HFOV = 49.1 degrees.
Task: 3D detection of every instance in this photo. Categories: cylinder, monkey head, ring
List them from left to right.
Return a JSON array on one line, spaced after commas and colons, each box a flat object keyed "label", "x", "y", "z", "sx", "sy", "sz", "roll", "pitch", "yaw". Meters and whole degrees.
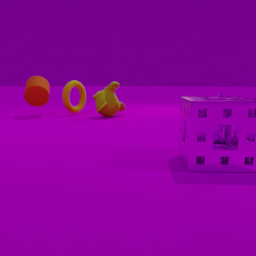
[{"label": "cylinder", "x": -3.853, "y": -1.565, "z": 11.904, "sx": 1.001, "sy": 1.001, "sz": 1.001, "roll": -2, "pitch": 34, "yaw": -14}, {"label": "ring", "x": -2.344, "y": -1.367, "z": 12.316, "sx": 0.287, "sy": 1.434, "sz": 1.434, "roll": 5, "pitch": 11, "yaw": 29}, {"label": "monkey head", "x": -0.712, "y": -1.140, "z": 11.527, "sx": 1.356, "sy": 1.136, "sz": 1.885, "roll": -40, "pitch": -16, "yaw": 28}]

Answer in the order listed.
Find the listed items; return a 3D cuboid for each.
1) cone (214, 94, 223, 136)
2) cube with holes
[{"label": "cone", "x": 2.386, "y": 0.084, "z": 6.460, "sx": 1.307, "sy": 1.303, "sz": 1.303, "roll": 31, "pitch": 19, "yaw": 15}, {"label": "cube with holes", "x": 1.575, "y": 0.053, "z": 4.989, "sx": 1.154, "sy": 1.154, "sz": 1.154, "roll": 0, "pitch": 9, "yaw": 2}]
